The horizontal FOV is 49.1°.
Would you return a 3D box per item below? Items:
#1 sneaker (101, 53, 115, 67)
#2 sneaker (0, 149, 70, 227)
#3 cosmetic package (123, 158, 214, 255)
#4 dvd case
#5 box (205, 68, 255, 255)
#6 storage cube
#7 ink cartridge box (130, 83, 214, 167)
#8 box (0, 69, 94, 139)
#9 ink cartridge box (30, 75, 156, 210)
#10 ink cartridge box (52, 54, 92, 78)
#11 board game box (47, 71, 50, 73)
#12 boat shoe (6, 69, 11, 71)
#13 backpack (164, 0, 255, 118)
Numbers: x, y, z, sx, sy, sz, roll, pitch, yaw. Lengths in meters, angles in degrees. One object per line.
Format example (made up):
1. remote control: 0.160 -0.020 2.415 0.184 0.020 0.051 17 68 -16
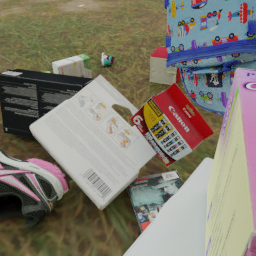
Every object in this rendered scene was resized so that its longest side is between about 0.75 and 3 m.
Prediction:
1. sneaker: -0.797 -2.799 11.321 0.531 0.368 0.880 -6 44 0
2. sneaker: -2.628 1.069 5.327 2.782 1.118 1.201 8 37 12
3. cosmetic package: 1.087 1.998 2.954 1.917 2.305 1.928 25 43 30
4. dvd case: 0.713 1.527 5.460 1.206 0.182 1.652 -9 38 -13
5. box: 0.973 0.532 1.864 0.723 1.315 1.495 8 36 12
6. storage cube: 1.398 -2.214 9.981 1.160 0.992 1.043 13 38 18
7. ink cartridge box: 0.709 -0.044 4.702 0.455 0.952 1.084 -32 81 -42
8. box: -2.013 -0.539 7.048 2.236 1.578 0.882 10 22 13
9. ink cartridge box: -0.577 0.216 5.900 1.955 0.496 2.218 -40 75 -20
10. ink cartridge box: -1.918 -1.943 9.686 1.221 0.884 0.513 -25 41 -30
11. board game box: -3.773 -1.290 9.076 2.480 0.372 1.185 -5 49 -11
12. boat shoe: -3.976 -1.758 9.838 0.448 0.415 1.214 -21 41 -26
13. backpack: 1.665 -1.210 4.585 1.556 2.313 2.112 -11 16 -38
